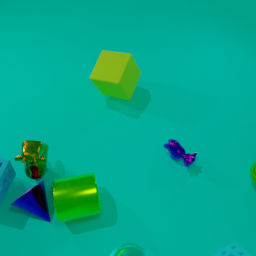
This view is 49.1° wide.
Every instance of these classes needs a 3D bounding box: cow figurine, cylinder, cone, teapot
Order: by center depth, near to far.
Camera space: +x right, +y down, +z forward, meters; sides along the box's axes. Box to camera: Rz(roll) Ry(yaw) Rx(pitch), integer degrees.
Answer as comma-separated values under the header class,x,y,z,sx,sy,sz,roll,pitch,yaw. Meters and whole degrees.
class,x,y,z,sx,sy,sz,roll,pitch,yaw
teapot,0.129,3.043,5.944,2.092,1.024,1.301,-5,40,28
cylinder,-1.259,1.710,6.967,1.044,1.044,1.044,-10,57,-9
cone,-2.277,2.023,7.163,0.969,0.969,0.972,-37,90,-22
cow figurine,-2.408,0.854,7.178,0.729,1.328,1.307,3,23,-9
cow figurine,1.472,0.681,7.828,0.480,0.861,0.875,-41,103,-18

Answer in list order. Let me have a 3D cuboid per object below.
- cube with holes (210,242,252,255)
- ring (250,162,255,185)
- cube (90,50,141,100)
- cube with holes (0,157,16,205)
class,x,y,z,sx,sy,sz,roll,pitch,yaw
cube with holes,2.314,3.134,5.985,0.791,0.791,0.791,-24,100,-10
ring,3.971,1.363,7.416,1.455,0.291,1.455,7,34,-5
cube,-0.368,-1.651,8.827,1.060,1.060,1.060,14,72,26
cube with holes,-3.632,1.295,6.965,1.095,1.095,1.095,19,60,-2
